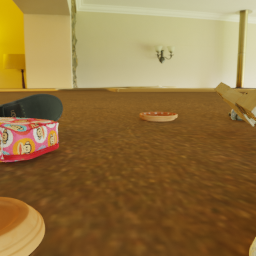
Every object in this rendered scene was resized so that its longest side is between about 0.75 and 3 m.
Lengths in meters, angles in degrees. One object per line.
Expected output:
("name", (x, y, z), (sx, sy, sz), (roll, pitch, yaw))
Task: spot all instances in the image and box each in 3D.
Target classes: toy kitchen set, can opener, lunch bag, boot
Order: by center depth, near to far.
("lunch bag", (-2.180, 0.129, 5.203), (1.675, 0.686, 1.475), (3, 10, 18))
("toy kitchen set", (3.237, -0.828, 7.012), (1.131, 1.250, 1.386), (37, 9, -35))
("boot", (-3.518, -0.517, 8.139), (2.631, 0.911, 2.290), (-15, 18, -40))
("can opener", (4.270, -0.486, 9.530), (1.633, 0.435, 0.546), (1, 11, 1))

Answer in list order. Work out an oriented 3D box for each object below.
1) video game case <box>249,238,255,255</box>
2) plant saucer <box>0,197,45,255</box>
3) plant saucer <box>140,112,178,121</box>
("video game case", (2.514, 0.883, 2.018), (2.562, 0.293, 2.332), (7, 12, 37))
("plant saucer", (-1.311, 0.864, 2.381), (1.155, 0.216, 1.155), (1, 10, 0))
("plant saucer", (1.048, -0.394, 9.664), (1.296, 0.209, 1.296), (1, 10, 0))
